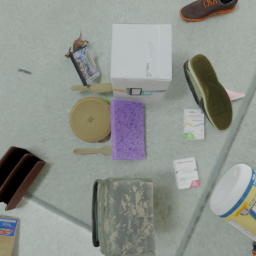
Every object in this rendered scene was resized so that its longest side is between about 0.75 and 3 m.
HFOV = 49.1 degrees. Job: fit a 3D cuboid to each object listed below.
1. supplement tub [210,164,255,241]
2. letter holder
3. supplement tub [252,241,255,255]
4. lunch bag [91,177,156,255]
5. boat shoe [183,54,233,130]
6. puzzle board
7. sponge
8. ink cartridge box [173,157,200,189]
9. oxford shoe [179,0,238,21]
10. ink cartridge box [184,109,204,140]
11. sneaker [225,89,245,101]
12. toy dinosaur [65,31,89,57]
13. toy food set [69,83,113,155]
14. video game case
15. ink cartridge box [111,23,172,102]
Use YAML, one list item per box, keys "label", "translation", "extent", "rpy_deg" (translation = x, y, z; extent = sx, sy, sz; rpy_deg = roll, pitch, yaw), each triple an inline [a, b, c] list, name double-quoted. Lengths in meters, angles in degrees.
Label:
- label: "supplement tub"
  translation: [4.332, 2.658, 9.208]
  extent: [2.693, 1.948, 1.948]
  rpy_deg: [34, 82, 6]
- label: "letter holder"
  translation: [-3.990, 1.735, 9.633]
  extent: [1.007, 1.424, 2.003]
  rpy_deg: [32, 82, 5]
- label: "supplement tub"
  translation: [4.663, 4.484, 9.595]
  extent: [0.616, 0.616, 1.153]
  rpy_deg: [-16, 80, -3]
- label: "lunch bag"
  translation: [-0.313, 2.633, 8.618]
  extent: [1.555, 2.644, 2.169]
  rpy_deg: [4, 76, -19]
- label: "boat shoe"
  translation: [2.923, -1.290, 10.384]
  extent: [1.041, 0.958, 2.915]
  rpy_deg: [-30, 100, -14]
- label: "puzzle board"
  translation: [-5.230, 3.936, 9.537]
  extent: [2.544, 0.221, 1.917]
  rpy_deg: [10, 67, -10]
- label: "sponge"
  translation: [-0.014, 0.068, 10.215]
  extent: [1.210, 0.323, 2.168]
  rpy_deg: [2, 81, -24]
- label: "ink cartridge box"
  translation: [2.104, 1.635, 10.151]
  extent: [0.760, 0.430, 1.038]
  rpy_deg: [-8, 81, -1]
- label: "oxford shoe"
  translation: [3.181, -4.890, 11.015]
  extent: [2.356, 0.855, 0.839]
  rpy_deg: [-17, 81, -3]
- label: "ink cartridge box"
  translation: [2.456, -0.160, 10.463]
  extent: [0.698, 0.401, 1.192]
  rpy_deg: [1, 81, 0]
- label: "sneaker"
  translation: [3.890, -1.296, 10.656]
  extent: [1.031, 0.388, 0.539]
  rpy_deg: [-13, 86, 2]
- label: "toy dinosaur"
  translation: [-1.978, -3.122, 10.747]
  extent: [0.760, 1.122, 0.481]
  rpy_deg: [-13, 49, -40]
- label: "toy food set"
  translation: [-1.284, -0.312, 10.505]
  extent: [1.828, 0.531, 2.648]
  rpy_deg: [-1, 90, 6]
- label: "video game case"
  translation: [-1.558, -2.296, 10.259]
  extent: [0.159, 1.126, 1.246]
  rpy_deg: [-12, 114, 30]
- label: "ink cartridge box"
  translation: [0.419, -2.137, 9.685]
  extent: [1.875, 2.568, 1.884]
  rpy_deg: [2, 81, 0]
